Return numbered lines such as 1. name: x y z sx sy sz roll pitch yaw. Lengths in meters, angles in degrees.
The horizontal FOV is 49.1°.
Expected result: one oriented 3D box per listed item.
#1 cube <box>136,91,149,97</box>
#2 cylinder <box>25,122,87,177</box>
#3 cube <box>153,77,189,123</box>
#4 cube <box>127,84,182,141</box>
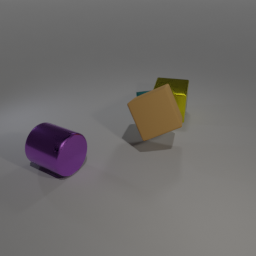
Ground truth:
1. cube: 0.781 -1.212 12.685 0.700 0.700 0.700 -5 73 9
2. cylinder: -2.257 0.656 8.890 1.400 1.400 1.400 17 33 28
3. cube: 1.838 -1.226 12.170 1.400 1.400 1.400 7 37 13
4. cube: 0.982 -0.573 9.729 1.400 1.400 1.400 -22 9 16
